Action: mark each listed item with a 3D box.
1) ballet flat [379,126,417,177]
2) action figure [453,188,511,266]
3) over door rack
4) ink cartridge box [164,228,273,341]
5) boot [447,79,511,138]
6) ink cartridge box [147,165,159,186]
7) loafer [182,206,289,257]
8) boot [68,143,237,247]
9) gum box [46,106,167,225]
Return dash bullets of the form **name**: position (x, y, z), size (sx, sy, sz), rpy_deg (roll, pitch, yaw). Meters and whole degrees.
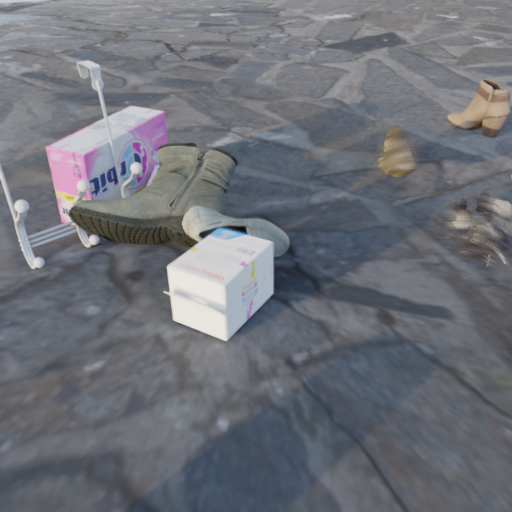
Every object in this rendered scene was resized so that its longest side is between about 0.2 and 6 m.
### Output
- **ballet flat**: position (2.709, -2.007, 11.026), size (0.607, 0.883, 2.620), rpy_deg (-21, 14, 17)
- **action figure**: position (3.574, -0.503, 8.893), size (0.874, 0.750, 1.470), rpy_deg (-15, 35, 12)
- **over door rack**: position (-2.947, -1.444, 8.636), size (2.089, 2.827, 0.942), rpy_deg (-27, 21, -35)
- **ink cartridge box**: position (-0.500, 0.386, 7.554), size (0.915, 0.891, 1.423), rpy_deg (16, 36, 27)
- **boot**: position (5.322, -3.585, 13.339), size (0.583, 1.213, 1.660), rpy_deg (-21, 38, -26)
- **ink cartridge box**: position (-1.443, -1.024, 10.022), size (1.005, 0.578, 1.716), rpy_deg (0, 33, 1)
- **loafer**: position (-0.238, -0.258, 8.439), size (1.820, 0.636, 0.635), rpy_deg (10, 29, -31)
- **boot**: position (-1.631, -1.065, 9.182), size (2.555, 0.865, 1.669), rpy_deg (5, 69, -3)
- **gum box**: position (-2.550, -1.702, 10.282), size (0.826, 1.417, 2.497), rpy_deg (15, 36, 21)
